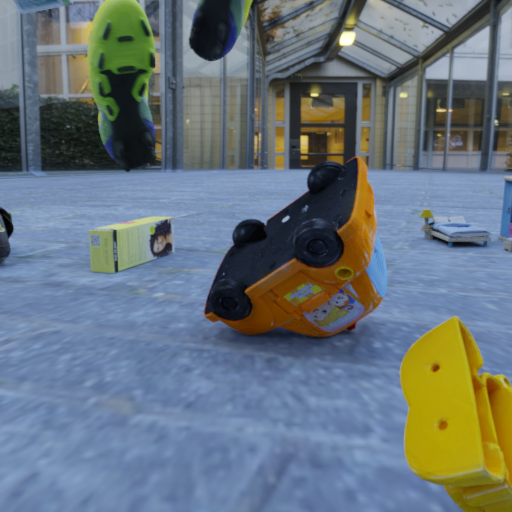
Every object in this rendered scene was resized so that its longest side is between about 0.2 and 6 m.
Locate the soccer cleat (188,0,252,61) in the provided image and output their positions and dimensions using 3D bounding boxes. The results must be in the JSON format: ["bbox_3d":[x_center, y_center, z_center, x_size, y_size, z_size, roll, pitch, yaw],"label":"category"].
[{"bbox_3d":[-0.215,-2.867,5.769,0.574,1.775,0.742,29,41,-5],"label":"soccer cleat"}]

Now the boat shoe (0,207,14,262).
[{"bbox_3d":[-4.420,-0.413,9.233,0.782,0.925,2.596,-2,18,-21],"label":"boat shoe"}]

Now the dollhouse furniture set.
[{"bbox_3d":[4.133,-0.794,10.218,1.876,1.224,1.771,-1,11,-1],"label":"dollhouse furniture set"}]

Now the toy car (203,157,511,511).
[{"bbox_3d":[0.595,0.712,4.146,1.359,2.003,4.084,41,18,-20],"label":"toy car"}]

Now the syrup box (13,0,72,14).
[{"bbox_3d":[-1.832,-2.563,4.436,0.437,1.109,0.452,-14,-3,-7],"label":"syrup box"}]

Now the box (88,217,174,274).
[{"bbox_3d":[-1.883,-0.217,8.736,0.441,0.662,1.758,4,13,21],"label":"box"}]

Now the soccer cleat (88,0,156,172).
[{"bbox_3d":[-2.233,-2.769,9.023,1.041,3.221,1.347,-20,61,-19],"label":"soccer cleat"}]
